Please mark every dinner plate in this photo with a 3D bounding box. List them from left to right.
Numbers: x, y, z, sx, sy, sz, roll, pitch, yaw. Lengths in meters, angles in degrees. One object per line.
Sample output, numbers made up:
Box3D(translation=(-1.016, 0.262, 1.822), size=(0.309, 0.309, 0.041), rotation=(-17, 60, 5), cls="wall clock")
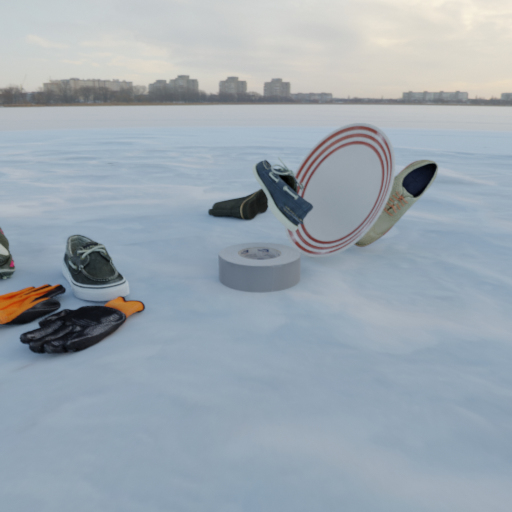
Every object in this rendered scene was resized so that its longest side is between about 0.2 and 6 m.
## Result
Box3D(translation=(1.709, -1.333, 11.649), size=(0.363, 2.992, 2.992), rotation=(25, -1, -37), cls="dinner plate")

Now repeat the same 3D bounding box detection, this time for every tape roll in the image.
Box3D(translation=(0.063, 0.182, 10.415), size=(1.534, 0.507, 1.534), rotation=(0, 16, 0), cls="tape roll")

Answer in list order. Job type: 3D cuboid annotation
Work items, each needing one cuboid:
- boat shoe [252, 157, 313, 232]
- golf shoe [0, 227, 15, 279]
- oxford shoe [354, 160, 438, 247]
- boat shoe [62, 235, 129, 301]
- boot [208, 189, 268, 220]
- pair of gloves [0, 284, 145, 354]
Box3D(translation=(0.505, -1.342, 10.924), size=(0.851, 0.703, 2.272), rotation=(38, 17, -30), cls="boat shoe")
Box3D(translation=(-5.513, -0.413, 11.120), size=(1.129, 1.288, 2.925), rotation=(-14, 21, -36), cls="golf shoe")
Box3D(translation=(2.915, -1.188, 12.029), size=(0.862, 2.436, 0.899), rotation=(41, 2, 1), cls="oxford shoe")
Box3D(translation=(-2.979, 0.156, 9.932), size=(0.846, 0.832, 2.347), rotation=(-12, 21, -35), cls="boat shoe")
Box3D(translation=(-0.441, -1.491, 15.742), size=(1.241, 0.695, 1.794), rotation=(2, 15, 23), cls="boot")
Box3D(translation=(-3.114, 0.910, 8.449), size=(2.307, 0.285, 2.055), rotation=(11, 18, 23), cls="pair of gloves")
